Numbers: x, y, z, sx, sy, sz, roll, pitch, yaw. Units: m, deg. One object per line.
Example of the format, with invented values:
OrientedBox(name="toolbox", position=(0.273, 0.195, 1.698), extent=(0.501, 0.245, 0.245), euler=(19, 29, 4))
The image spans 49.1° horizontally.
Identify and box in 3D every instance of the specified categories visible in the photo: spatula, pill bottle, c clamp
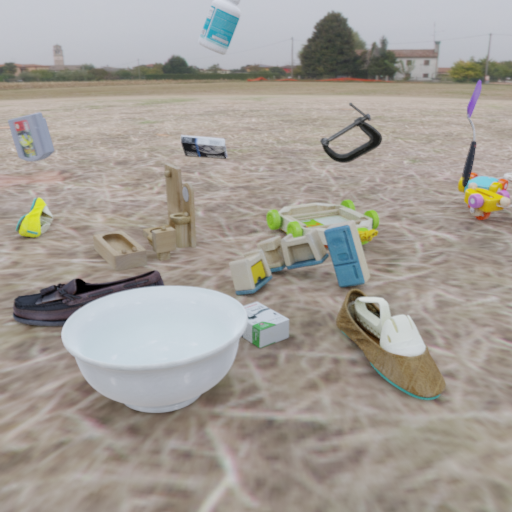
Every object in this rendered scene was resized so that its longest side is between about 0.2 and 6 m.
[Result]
OrientedBox(name="spatula", position=(4.004, -2.267, 10.427), extent=(0.209, 2.032, 0.574), euler=(4, -9, 24))
OrientedBox(name="pill bottle", position=(-0.623, -4.197, 10.074), extent=(0.555, 1.002, 0.555), euler=(22, 21, -9))
OrientedBox(name="c clamp", position=(1.950, -2.543, 11.880), extent=(1.290, 0.205, 1.510), euler=(26, -35, -26))

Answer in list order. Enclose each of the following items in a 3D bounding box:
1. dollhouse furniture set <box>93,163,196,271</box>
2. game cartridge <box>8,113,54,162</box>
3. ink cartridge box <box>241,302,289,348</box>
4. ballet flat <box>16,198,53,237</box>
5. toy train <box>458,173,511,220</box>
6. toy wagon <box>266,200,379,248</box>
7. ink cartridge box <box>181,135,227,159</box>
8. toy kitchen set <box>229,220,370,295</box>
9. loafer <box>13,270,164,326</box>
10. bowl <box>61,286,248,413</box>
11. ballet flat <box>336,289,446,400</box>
OrientedBox(name="dollhouse furniture set", position=(-2.253, -0.866, 11.305), extent=(1.899, 1.548, 1.806), euler=(-12, 24, -29))
OrientedBox(name="game cartridge", position=(-3.129, -1.629, 7.773), extent=(0.936, 0.623, 0.191), euler=(6, 27, 45))
OrientedBox(name="ink cartridge box", position=(0.032, 0.987, 8.116), extent=(0.554, 0.314, 0.756), euler=(-16, 26, -36))
OrientedBox(name="ballet flat", position=(-4.988, -0.834, 12.817), extent=(0.588, 0.586, 1.754), euler=(18, 19, -15))
OrientedBox(name="toy train", position=(6.100, -1.291, 13.661), extent=(2.161, 0.800, 2.877), euler=(3, 24, 4))
OrientedBox(name="toy wagon", position=(1.603, -0.651, 12.193), extent=(2.138, 0.545, 2.756), euler=(-10, 23, -23))
OrientedBox(name="ink cartridge box", position=(-1.140, -2.357, 12.476), extent=(0.965, 0.211, 0.974), euler=(5, -13, 3))
OrientedBox(name="toy kitchen set", position=(0.748, 0.260, 9.530), extent=(1.839, 1.083, 1.473), euler=(-12, 13, 32))
OrientedBox(name="loafer", position=(-2.548, 0.578, 8.610), extent=(2.330, 0.734, 0.838), euler=(-2, 21, -5))
OrientedBox(name="bowl", position=(-1.141, 1.173, 6.659), extent=(2.138, 0.961, 2.138), euler=(-1, 18, 0))
OrientedBox(name="ballet flat", position=(1.714, 1.014, 7.390), extent=(0.731, 0.780, 2.156), euler=(-6, 22, -16))
